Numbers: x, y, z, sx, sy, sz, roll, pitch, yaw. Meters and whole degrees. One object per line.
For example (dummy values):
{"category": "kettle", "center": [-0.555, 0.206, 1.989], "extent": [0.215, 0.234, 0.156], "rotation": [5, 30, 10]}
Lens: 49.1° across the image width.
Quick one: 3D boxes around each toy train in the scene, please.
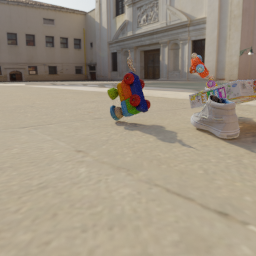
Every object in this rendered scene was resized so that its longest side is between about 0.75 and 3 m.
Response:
{"category": "toy train", "center": [2.904, -1.515, 10.613], "extent": [0.750, 2.026, 2.697], "rotation": [-32, 34, 29]}
{"category": "toy train", "center": [-0.166, -1.389, 9.400], "extent": [1.257, 2.172, 0.919], "rotation": [-23, -18, 26]}

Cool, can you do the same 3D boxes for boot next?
{"category": "boot", "center": [2.298, -0.436, 7.552], "extent": [0.741, 0.963, 2.016], "rotation": [-11, 16, -14]}

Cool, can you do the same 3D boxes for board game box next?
{"category": "board game box", "center": [3.318, -1.017, 8.379], "extent": [2.519, 0.431, 1.694], "rotation": [-8, -3, -35]}
